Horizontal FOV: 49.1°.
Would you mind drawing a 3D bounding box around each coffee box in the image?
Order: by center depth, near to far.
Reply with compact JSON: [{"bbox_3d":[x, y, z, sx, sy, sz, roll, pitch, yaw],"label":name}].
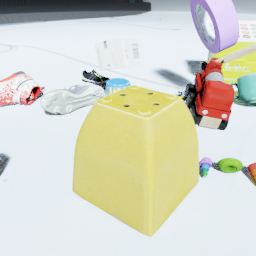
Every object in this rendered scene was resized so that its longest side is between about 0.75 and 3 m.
[{"bbox_3d":[5.374,-3.782,14.107,2.437,2.440,2.413,5,44,10],"label":"coffee box"}]

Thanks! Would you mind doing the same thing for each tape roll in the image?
[{"bbox_3d":[3.161,-3.970,10.356,0.757,2.307,2.307,-25,30,1],"label":"tape roll"}]

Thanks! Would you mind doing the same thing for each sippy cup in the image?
[{"bbox_3d":[-0.381,-1.294,11.214,1.340,1.250,1.706,-5,29,-7],"label":"sippy cup"}]

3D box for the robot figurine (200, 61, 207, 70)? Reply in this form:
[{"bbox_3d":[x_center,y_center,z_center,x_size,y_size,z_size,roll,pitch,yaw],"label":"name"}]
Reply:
[{"bbox_3d":[4.563,-3.548,16.114,0.551,0.663,0.883,-40,44,-22],"label":"robot figurine"}]

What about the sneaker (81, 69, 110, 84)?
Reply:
[{"bbox_3d":[-1.698,-2.659,14.353,1.604,0.664,0.575,8,29,14],"label":"sneaker"}]

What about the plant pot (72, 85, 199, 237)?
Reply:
[{"bbox_3d":[0.250,0.431,6.715,2.456,2.513,2.440,21,34,32],"label":"plant pot"}]

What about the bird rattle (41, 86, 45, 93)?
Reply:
[{"bbox_3d":[-4.373,-1.840,13.063,0.942,0.531,0.768,-8,10,-27],"label":"bird rattle"}]

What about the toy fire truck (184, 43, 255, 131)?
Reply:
[{"bbox_3d":[2.477,-1.212,7.378,1.362,2.116,1.863,12,39,-2],"label":"toy fire truck"}]

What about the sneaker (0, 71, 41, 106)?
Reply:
[{"bbox_3d":[-4.919,-1.329,11.638,1.423,0.887,2.655,35,55,19],"label":"sneaker"}]

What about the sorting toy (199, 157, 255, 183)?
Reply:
[{"bbox_3d":[2.845,1.238,7.437,1.890,0.655,0.651,7,53,9],"label":"sorting toy"}]

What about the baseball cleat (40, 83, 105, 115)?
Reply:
[{"bbox_3d":[-2.434,-1.254,11.636,2.946,1.027,1.568,-12,23,-41],"label":"baseball cleat"}]

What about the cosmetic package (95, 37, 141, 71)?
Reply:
[{"bbox_3d":[-0.391,-2.910,10.983,1.344,1.108,1.109,0,16,35],"label":"cosmetic package"}]

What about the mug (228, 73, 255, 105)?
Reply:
[{"bbox_3d":[5.266,-1.554,11.694,1.506,1.133,1.833,-1,-5,-27],"label":"mug"}]

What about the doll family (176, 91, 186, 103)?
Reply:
[{"bbox_3d":[2.372,-1.374,12.336,0.570,0.387,0.986,11,25,27],"label":"doll family"}]
